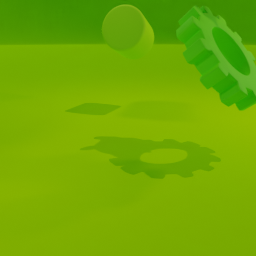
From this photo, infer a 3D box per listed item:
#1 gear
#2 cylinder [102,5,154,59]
[{"bbox_3d":[1.786,-1.332,5.253,2.079,2.079,0.384,-22,-11,-48],"label":"gear"},{"bbox_3d":[0.040,-3.010,8.967,1.371,1.371,1.371,6,4,16],"label":"cylinder"}]
